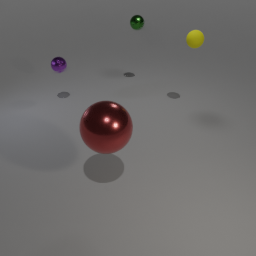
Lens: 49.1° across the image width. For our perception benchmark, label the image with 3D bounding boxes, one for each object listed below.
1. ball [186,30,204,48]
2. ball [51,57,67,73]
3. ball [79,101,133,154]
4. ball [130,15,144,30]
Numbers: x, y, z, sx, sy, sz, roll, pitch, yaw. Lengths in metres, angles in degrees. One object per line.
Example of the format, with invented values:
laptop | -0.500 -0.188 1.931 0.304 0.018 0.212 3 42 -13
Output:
ball | 2.683 -3.549 11.192 0.700 0.700 0.700 0 32 0
ball | -3.082 -2.821 12.482 0.700 0.700 0.700 0 32 0
ball | -0.569 -0.018 7.351 1.400 1.400 1.400 0 32 0
ball | 0.442 -5.085 13.508 0.700 0.700 0.700 0 32 0
